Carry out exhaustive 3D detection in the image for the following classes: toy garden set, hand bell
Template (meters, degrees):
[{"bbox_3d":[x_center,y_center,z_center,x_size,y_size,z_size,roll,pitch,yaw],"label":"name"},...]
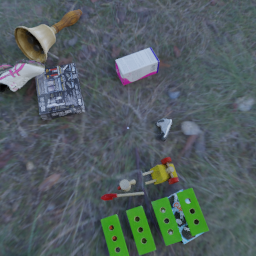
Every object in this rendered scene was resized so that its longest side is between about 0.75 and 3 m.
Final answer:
[{"bbox_3d":[0.515,2.071,7.346,2.478,0.495,2.066,-19,68,-1],"label":"toy garden set"},{"bbox_3d":[-2.509,-3.493,9.764,1.346,1.346,2.585,30,57,13],"label":"hand bell"}]

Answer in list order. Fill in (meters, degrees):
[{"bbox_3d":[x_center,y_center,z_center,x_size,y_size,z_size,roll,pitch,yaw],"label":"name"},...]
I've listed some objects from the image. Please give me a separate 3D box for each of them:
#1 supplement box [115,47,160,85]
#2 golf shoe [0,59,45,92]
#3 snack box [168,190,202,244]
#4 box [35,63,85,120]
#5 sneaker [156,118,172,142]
[{"bbox_3d":[0.299,-2.012,9.178,1.280,0.648,0.662,-23,68,-10],"label":"supplement box"},{"bbox_3d":[-3.365,-1.604,8.758,1.990,0.722,0.916,-3,88,29],"label":"golf shoe"},{"bbox_3d":[1.451,2.345,7.448,0.702,0.224,1.209,-26,68,-11],"label":"snack box"},{"bbox_3d":[-2.184,-1.184,8.924,1.339,0.422,1.698,-13,66,-6],"label":"box"},{"bbox_3d":[1.023,0.035,8.482,0.461,0.300,0.799,18,57,13],"label":"sneaker"}]
